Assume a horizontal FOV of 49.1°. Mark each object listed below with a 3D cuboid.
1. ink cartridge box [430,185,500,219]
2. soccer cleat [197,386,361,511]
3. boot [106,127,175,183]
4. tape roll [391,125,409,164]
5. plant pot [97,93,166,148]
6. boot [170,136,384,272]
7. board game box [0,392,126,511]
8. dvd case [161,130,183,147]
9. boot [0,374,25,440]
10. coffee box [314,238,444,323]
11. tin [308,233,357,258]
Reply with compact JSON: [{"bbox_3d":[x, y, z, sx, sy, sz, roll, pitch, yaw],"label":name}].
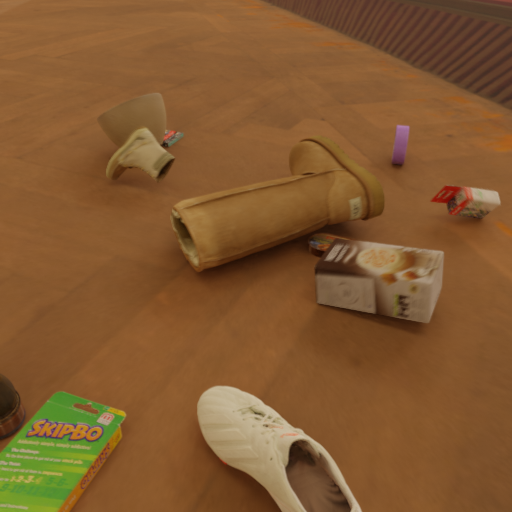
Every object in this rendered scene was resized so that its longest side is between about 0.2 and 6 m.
[{"bbox_3d":[4.321,-1.112,11.612,1.205,0.657,0.304,6,62,-13],"label":"ink cartridge box"},{"bbox_3d":[0.239,2.251,6.425,0.970,1.086,2.799,-22,39,-29],"label":"soccer cleat"},{"bbox_3d":[-2.691,-2.068,12.966,1.163,1.503,0.542,45,15,7],"label":"boot"},{"bbox_3d":[3.621,-2.788,14.079,0.310,0.945,0.945,7,34,11],"label":"tape roll"},{"bbox_3d":[-3.017,-3.250,14.354,1.748,1.174,1.748,-22,7,3],"label":"plant pot"},{"bbox_3d":[0.115,-1.257,11.445,3.910,1.293,3.424,-17,29,-17],"label":"boot"},{"bbox_3d":[-2.585,2.617,6.571,1.123,0.352,2.351,13,38,17],"label":"board game box"},{"bbox_3d":[-2.745,-3.320,15.615,1.184,0.130,0.864,13,36,17],"label":"dvd case"},{"bbox_3d":[-4.332,1.431,7.442,2.700,1.309,1.009,11,35,17],"label":"boot"},{"bbox_3d":[2.034,0.367,9.303,1.889,0.753,1.080,8,32,25],"label":"coffee box"},{"bbox_3d":[1.538,-0.149,10.806,1.111,0.233,0.622,14,41,20],"label":"tin"}]
